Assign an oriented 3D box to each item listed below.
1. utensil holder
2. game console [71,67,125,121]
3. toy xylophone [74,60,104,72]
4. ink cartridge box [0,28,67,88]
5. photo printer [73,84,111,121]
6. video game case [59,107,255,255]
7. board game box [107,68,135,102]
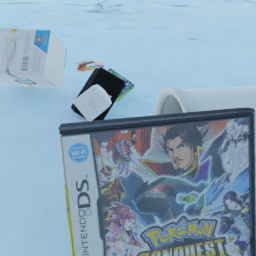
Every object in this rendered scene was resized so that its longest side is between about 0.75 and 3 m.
[{"bbox_3d":[1.954,0.184,5.597,2.430,2.065,2.065,-4,31,-11],"label":"utensil holder"},{"bbox_3d":[-0.926,-0.962,8.332,1.327,1.509,0.878,32,0,9],"label":"game console"},{"bbox_3d":[-1.321,-2.049,9.242,0.755,0.259,1.031,-9,7,-40],"label":"toy xylophone"},{"bbox_3d":[-3.485,-2.390,9.747,2.135,1.566,1.559,6,-6,10],"label":"ink cartridge box"},{"bbox_3d":[-0.929,-0.688,7.517,0.869,0.723,0.302,-40,16,-6],"label":"photo printer"},{"bbox_3d":[0.507,1.017,3.880,2.651,2.396,0.338,-5,8,-9],"label":"video game case"},{"bbox_3d":[-0.481,-1.469,9.455,0.820,0.177,1.218,-42,59,-14],"label":"board game box"}]
